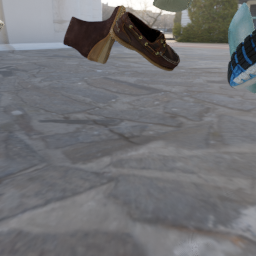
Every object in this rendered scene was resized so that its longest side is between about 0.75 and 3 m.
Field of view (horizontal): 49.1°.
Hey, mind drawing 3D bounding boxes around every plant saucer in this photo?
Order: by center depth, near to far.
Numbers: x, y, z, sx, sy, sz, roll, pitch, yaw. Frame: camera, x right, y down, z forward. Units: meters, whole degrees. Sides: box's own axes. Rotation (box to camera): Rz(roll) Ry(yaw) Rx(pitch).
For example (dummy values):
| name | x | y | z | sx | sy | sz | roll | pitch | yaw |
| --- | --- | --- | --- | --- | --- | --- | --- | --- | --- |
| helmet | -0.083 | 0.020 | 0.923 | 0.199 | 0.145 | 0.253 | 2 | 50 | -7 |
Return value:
| name | x | y | z | sx | sy | sz | roll | pitch | yaw |
| --- | --- | --- | --- | --- | --- | --- | --- | --- | --- |
| plant saucer | 2.773 | -1.888 | 6.893 | 0.417 | 2.168 | 2.168 | -8 | 18 | 17 |

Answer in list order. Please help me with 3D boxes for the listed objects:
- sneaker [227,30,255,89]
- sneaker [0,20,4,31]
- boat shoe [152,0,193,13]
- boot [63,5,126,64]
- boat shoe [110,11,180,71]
| name | x | y | z | sx | sy | sz | roll | pitch | yaw |
| --- | --- | --- | --- | --- | --- | --- | --- | --- | --- |
| sneaker | 2.969 | -1.518 | 4.930 | 1.134 | 2.618 | 0.981 | 24 | 42 | -25 |
| sneaker | -3.890 | -2.838 | 6.969 | 1.035 | 0.660 | 1.792 | 40 | 5 | -15 |
| boat shoe | 1.180 | -3.228 | 6.291 | 0.811 | 0.764 | 2.259 | 16 | -1 | -13 |
| boot | -1.332 | -3.847 | 10.692 | 1.996 | 2.400 | 0.868 | 31 | 22 | 9 |
| boat shoe | 0.752 | -2.740 | 9.040 | 2.637 | 0.927 | 0.928 | 21 | 48 | -29 |
